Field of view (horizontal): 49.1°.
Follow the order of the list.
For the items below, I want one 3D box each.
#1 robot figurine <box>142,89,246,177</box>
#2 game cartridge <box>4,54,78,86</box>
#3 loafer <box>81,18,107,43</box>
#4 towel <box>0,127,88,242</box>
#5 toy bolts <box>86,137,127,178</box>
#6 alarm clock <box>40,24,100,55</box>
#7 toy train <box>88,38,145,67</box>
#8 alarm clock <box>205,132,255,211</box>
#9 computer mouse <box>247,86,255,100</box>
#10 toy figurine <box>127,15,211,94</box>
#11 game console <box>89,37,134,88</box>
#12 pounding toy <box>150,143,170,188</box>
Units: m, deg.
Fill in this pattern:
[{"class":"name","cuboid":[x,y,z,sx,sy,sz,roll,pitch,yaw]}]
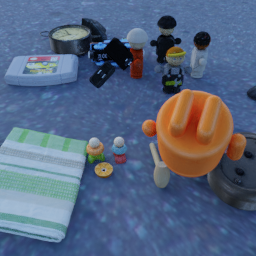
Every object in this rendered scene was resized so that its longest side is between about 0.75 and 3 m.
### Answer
[{"class":"robot figurine","cuboid":[1.153,0.162,5.148,1.584,2.203,1.285,-20,64,0]},{"class":"game cartridge","cuboid":[-3.316,-2.269,10.943,2.656,0.543,1.768,-3,44,-4]},{"class":"loafer","cuboid":[-1.463,-4.772,13.629,0.894,0.900,2.473,-13,45,-24]},{"class":"towel","cuboid":[-2.228,1.189,6.708,2.187,0.450,2.932,13,37,-4]},{"class":"toy bolts","cuboid":[-0.499,0.659,7.229,1.039,0.720,0.992,-12,41,-14]},{"class":"alarm clock","cuboid":[-2.807,-4.002,12.645,2.766,0.921,1.866,20,45,18]},{"class":"toy train","cuboid":[-0.478,-3.177,11.688,2.308,1.001,1.319,-3,31,0]},{"class":"alarm clock","cuboid":[2.942,1.041,6.330,2.580,0.859,1.740,28,68,23]},{"class":"computer mouse","cuboid":[5.011,-1.224,9.712,1.625,0.428,1.125,9,42,11]},{"class":"toy figurine","cuboid":[1.540,-2.832,10.483,2.739,1.906,2.697,-31,49,-32]},{"class":"game console","cuboid":[-0.671,-2.184,9.728,1.755,1.035,0.212,-46,19,4]},{"class":"pounding toy","cuboid":[1.388,0.089,7.233,1.602,1.597,2.792,21,44,24]}]
